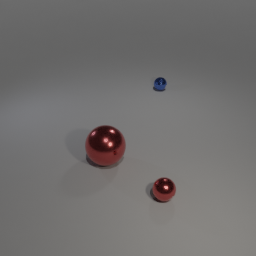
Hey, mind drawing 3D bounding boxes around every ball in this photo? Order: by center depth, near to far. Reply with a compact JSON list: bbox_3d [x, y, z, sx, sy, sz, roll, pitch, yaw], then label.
[{"bbox_3d":[1.073,1.814,8.301,0.700,0.700,0.700,0,32,0],"label":"ball"},{"bbox_3d":[-0.771,0.597,9.616,1.400,1.400,1.400,0,32,0],"label":"ball"},{"bbox_3d":[1.724,-2.358,14.938,0.700,0.700,0.700,0,32,0],"label":"ball"}]
